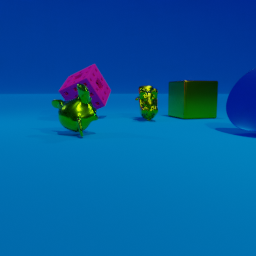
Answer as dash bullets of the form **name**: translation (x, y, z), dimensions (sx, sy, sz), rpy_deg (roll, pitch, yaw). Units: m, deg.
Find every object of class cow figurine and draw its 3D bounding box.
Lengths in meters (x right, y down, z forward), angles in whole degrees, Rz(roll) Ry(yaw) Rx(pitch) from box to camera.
- **cow figurine**: translation (0.623, -0.821, 8.998), dimensions (0.728, 1.327, 1.306), rpy_deg (-2, -16, -2)

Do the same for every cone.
- **cone**: translation (3.309, -0.316, 6.143), dimensions (1.612, 1.606, 1.606), rpy_deg (31, -10, -32)

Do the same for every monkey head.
- **monkey head**: translation (-1.092, -0.402, 5.815), dimensions (0.780, 0.931, 1.294), rpy_deg (-30, 51, -25)

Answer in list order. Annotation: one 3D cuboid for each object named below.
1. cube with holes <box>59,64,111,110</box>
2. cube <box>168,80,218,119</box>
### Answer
- **cube with holes**: translation (-1.417, -1.261, 9.487), dimensions (1.113, 1.113, 1.113), rpy_deg (-20, 30, 22)
- **cube**: translation (2.223, -0.997, 9.734), dimensions (1.257, 1.257, 1.257), rpy_deg (-2, 8, -17)
